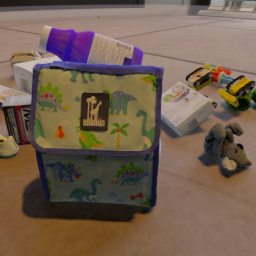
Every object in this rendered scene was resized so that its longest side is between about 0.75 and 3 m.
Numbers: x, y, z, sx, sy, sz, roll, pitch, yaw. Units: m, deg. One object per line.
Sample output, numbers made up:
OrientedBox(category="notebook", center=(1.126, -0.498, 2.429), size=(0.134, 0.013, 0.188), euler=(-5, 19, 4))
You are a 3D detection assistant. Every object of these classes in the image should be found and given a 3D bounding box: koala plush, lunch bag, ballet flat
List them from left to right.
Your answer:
OrientedBox(category="ballet flat", center=(-3.326, 0.333, 6.393), size=(1.658, 0.576, 0.576), euler=(2, 28, 4))
OrientedBox(category="lunch bag", center=(-0.458, 0.090, 4.838), size=(2.065, 2.429, 1.548), euler=(2, 28, 3))
OrientedBox(category="koala plush", center=(2.184, 0.493, 6.029), size=(0.857, 0.888, 0.966), euler=(-6, 48, -35))

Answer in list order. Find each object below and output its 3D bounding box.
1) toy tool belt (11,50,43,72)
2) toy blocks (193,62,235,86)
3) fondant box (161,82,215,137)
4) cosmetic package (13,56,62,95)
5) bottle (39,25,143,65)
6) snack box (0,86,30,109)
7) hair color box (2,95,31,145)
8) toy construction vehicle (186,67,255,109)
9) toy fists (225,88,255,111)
OrientedBox(category="toy tool belt", center=(-3.921, -2.770, 11.616), size=(1.781, 1.112, 1.094), euler=(-9, 38, -17))
OrientedBox(category="toy blocks", center=(3.500, -2.044, 10.795), size=(1.556, 0.565, 1.297), euler=(24, 37, 37))
OrientedBox(category="fondant box", center=(1.431, -0.561, 7.639), size=(1.104, 0.446, 1.530), euler=(-38, 36, -2))
OrientedBox(category="cosmetic package", center=(-2.426, -1.983, 10.180), size=(1.455, 1.059, 2.861), euler=(25, 38, 38))
OrientedBox(category="bottle", center=(-0.870, -1.790, 6.772), size=(2.412, 1.007, 0.787), euler=(15, -16, -12))
OrientedBox(category="snack box", center=(-3.854, -0.935, 8.992), size=(2.498, 0.304, 0.898), euler=(17, 33, 29))
OrientedBox(category="hair color box", center=(-1.850, -0.267, 6.949), size=(2.139, 1.059, 0.649), euler=(-6, 29, -11))
OrientedBox(category="toy construction vehicle", center=(2.422, -0.968, 8.407), size=(2.036, 0.717, 1.773), euler=(-35, 47, -11))
OrientedBox(category="toy fists", center=(3.868, -0.957, 8.752), size=(1.728, 0.594, 0.881), euler=(2, 28, 5))
